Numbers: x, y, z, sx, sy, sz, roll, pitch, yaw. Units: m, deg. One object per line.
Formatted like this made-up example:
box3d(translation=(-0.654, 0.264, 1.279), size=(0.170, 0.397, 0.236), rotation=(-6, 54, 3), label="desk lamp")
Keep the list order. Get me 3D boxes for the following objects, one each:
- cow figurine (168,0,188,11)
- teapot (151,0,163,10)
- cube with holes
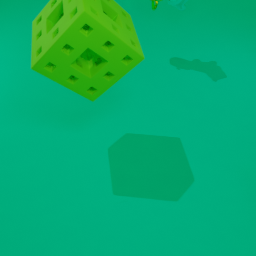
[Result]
box3d(translation=(1.490, -3.989, 7.789), size=(1.270, 1.290, 0.708), rotation=(4, 57, -45), label="cow figurine")
box3d(translation=(0.776, -4.089, 8.073), size=(0.822, 1.322, 0.647), rotation=(19, 45, 25), label="teapot")
box3d(translation=(-0.765, -1.603, 5.069), size=(1.352, 1.352, 1.352), rotation=(-35, 49, 28), label="cube with holes")
